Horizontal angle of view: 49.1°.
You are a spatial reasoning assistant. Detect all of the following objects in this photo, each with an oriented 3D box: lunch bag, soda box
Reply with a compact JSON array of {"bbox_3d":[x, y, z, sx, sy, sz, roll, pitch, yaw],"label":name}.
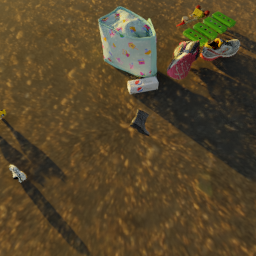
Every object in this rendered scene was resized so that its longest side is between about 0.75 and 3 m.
[{"bbox_3d":[0.210,-3.590,12.151,2.699,2.299,1.646,34,63,26],"label":"lunch bag"},{"bbox_3d":[0.642,-1.839,12.046,1.266,0.403,0.431,-12,54,-8],"label":"soda box"}]

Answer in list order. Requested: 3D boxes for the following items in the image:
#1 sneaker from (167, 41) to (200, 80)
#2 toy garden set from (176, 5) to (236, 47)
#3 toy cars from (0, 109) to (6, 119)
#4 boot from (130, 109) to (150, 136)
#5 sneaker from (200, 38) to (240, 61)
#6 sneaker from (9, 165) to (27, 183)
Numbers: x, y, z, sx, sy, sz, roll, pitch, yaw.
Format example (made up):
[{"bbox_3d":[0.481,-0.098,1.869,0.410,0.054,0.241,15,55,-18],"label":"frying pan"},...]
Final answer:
[{"bbox_3d":[2.403,-3.071,12.690,0.976,1.054,2.613,13,45,30],"label":"sneaker"},{"bbox_3d":[3.821,-5.315,14.621,2.751,0.549,2.293,-35,62,-23],"label":"toy garden set"},{"bbox_3d":[-5.239,-0.275,10.973,0.525,0.259,1.172,22,59,18],"label":"toy cars"},{"bbox_3d":[0.457,-0.145,7.966,0.300,0.861,0.567,22,80,40],"label":"boot"},{"bbox_3d":[4.464,-3.823,13.263,2.069,0.850,0.805,-21,56,-16],"label":"sneaker"},{"bbox_3d":[-3.837,1.561,9.549,0.787,0.298,0.345,29,58,21],"label":"sneaker"}]
